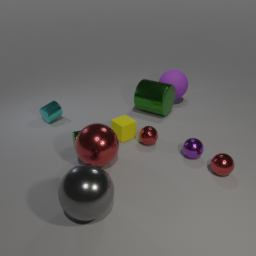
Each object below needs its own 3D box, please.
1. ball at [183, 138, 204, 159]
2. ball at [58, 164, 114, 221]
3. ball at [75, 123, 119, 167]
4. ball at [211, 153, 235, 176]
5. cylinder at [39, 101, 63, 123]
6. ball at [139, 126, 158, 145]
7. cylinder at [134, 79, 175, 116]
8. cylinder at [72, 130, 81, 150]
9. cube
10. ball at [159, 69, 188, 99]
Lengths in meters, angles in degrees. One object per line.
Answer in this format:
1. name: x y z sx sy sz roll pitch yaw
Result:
1. ball: 2.204 0.680 9.471 0.700 0.700 0.700 0 29 0
2. ball: -1.041 1.600 7.050 1.400 1.400 1.400 0 29 0
3. ball: -0.983 0.541 8.984 1.400 1.400 1.400 0 29 0
4. ball: 2.929 1.126 8.674 0.700 0.700 0.700 0 29 0
5. cylinder: -3.225 -0.685 11.754 0.700 0.700 0.700 24 50 36
6. ball: 0.750 0.271 10.204 0.700 0.700 0.700 0 29 0
7. cylinder: 1.189 -1.357 12.371 1.400 1.400 1.400 16 33 27
8. cylinder: -1.557 0.412 9.932 0.700 0.700 0.700 -11 31 -18
9. cube: -0.166 0.016 10.635 0.700 0.700 0.700 -20 35 -34
10. ball: 2.143 -2.062 13.255 1.400 1.400 1.400 0 29 0
